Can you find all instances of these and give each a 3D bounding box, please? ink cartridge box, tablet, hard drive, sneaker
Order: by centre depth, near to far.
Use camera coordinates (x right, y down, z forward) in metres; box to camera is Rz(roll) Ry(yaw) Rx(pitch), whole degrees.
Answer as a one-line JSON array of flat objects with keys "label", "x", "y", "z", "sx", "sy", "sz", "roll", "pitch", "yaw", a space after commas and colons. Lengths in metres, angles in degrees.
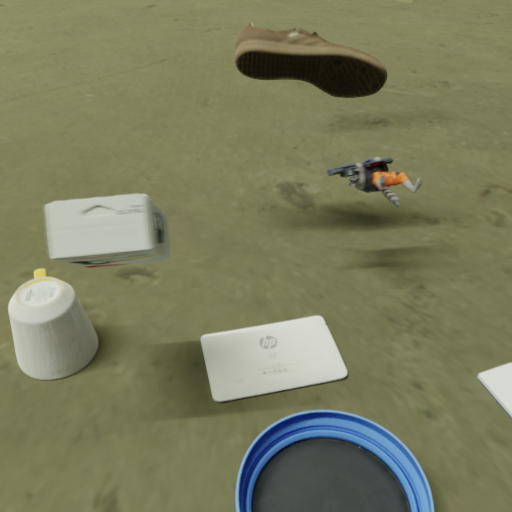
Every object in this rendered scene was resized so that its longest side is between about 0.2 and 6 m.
[{"label": "ink cartridge box", "x": -1.546, "y": -0.227, "z": 6.080, "sx": 1.012, "sy": 0.575, "sz": 1.388, "roll": -5, "pitch": -4, "yaw": -1}, {"label": "hard drive", "x": 3.471, "y": 1.849, "z": 7.477, "sx": 0.573, "sy": 0.110, "sz": 0.869, "roll": -13, "pitch": 41, "yaw": -16}, {"label": "tablet", "x": 0.222, "y": 1.421, "z": 8.001, "sx": 1.890, "sy": 0.129, "sz": 1.230, "roll": -8, "pitch": 40, "yaw": -10}, {"label": "sneaker", "x": 0.880, "y": -3.178, "z": 8.732, "sx": 2.411, "sy": 0.849, "sz": 0.911, "roll": 8, "pitch": 60, "yaw": -9}]

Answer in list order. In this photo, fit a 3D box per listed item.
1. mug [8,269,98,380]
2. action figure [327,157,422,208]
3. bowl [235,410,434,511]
[{"label": "mug", "x": -2.989, "y": 0.874, "z": 7.857, "sx": 1.407, "sy": 1.155, "sz": 1.127, "roll": 25, "pitch": 46, "yaw": 28}, {"label": "action figure", "x": 1.691, "y": -1.108, "z": 8.426, "sx": 1.216, "sy": 0.636, "sz": 1.176, "roll": -12, "pitch": 18, "yaw": -19}, {"label": "bowl", "x": 0.836, "y": 2.706, "z": 6.177, "sx": 2.130, "sy": 0.418, "sz": 2.130, "roll": 0, "pitch": 39, "yaw": 0}]
